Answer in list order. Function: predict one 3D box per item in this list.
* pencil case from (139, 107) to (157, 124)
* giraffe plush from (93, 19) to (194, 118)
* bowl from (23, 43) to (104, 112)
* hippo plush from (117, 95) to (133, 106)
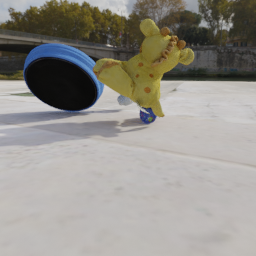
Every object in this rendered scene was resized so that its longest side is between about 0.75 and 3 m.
[{"bbox_3d":[0.702,-0.544,9.319,0.557,0.620,1.427,-42,2,14],"label":"pencil case"},{"bbox_3d":[0.546,-1.871,8.281,2.359,2.217,2.734,24,14,-40],"label":"giraffe plush"},{"bbox_3d":[-2.407,-1.709,10.394,3.002,3.002,0.589,2,52,12],"label":"bowl"},{"bbox_3d":[-0.288,-1.579,11.853,1.304,1.316,1.637,-3,14,7],"label":"hippo plush"}]
